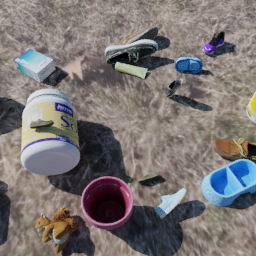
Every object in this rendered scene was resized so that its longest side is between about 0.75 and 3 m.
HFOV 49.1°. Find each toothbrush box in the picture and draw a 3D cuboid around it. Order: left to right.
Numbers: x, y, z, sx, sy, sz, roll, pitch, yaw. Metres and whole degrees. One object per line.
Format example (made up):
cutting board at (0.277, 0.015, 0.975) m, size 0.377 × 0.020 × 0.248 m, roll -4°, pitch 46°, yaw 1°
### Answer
toothbrush box at (-4.526, -3.071, 13.667) m, size 1.543 × 0.658 × 1.129 m, roll 27°, pitch 59°, yaw 18°

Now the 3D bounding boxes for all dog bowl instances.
dog bowl at (2.963, -3.095, 13.684) m, size 1.328 × 0.740 × 0.329 m, roll 3°, pitch 43°, yaw 3°
dog bowl at (3.833, 1.915, 10.225) m, size 2.313 × 0.573 × 1.289 m, roll -20°, pitch 57°, yaw -14°

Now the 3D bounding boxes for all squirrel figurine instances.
squirrel figurine at (-2.400, 3.229, 9.274) m, size 1.148 × 0.870 × 1.230 m, roll 22°, pitch 43°, yaw 27°

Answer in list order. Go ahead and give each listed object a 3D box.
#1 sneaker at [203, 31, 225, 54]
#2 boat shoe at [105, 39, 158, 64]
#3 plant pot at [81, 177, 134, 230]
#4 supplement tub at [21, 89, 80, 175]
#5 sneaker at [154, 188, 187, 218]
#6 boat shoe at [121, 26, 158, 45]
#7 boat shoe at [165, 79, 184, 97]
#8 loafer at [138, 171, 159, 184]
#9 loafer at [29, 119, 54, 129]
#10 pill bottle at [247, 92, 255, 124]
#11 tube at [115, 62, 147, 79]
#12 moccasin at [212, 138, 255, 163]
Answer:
sneaker at (4.500, -4.526, 14.590) m, size 0.577 × 0.825 × 1.659 m, roll 38°, pitch 62°, yaw 23°
boat shoe at (0.200, -3.663, 13.977) m, size 2.706 × 0.957 × 0.861 m, roll -10°, pitch 54°, yaw 3°
plant pot at (-0.624, 2.612, 9.188) m, size 1.623 × 1.453 × 1.623 m, roll -1°, pitch 55°, yaw 1°
supplement tub at (-2.925, 0.127, 10.564) m, size 2.041 × 2.041 × 2.808 m, roll -9°, pitch 56°, yaw -6°
sneaker at (1.446, 2.477, 9.656) m, size 1.309 × 0.484 × 0.536 m, roll -44°, pitch 79°, yaw -9°
boat shoe at (0.629, -4.869, 14.836) m, size 2.309 × 0.874 × 0.829 m, roll -33°, pitch 57°, yaw -24°
boat shoe at (1.950, -1.785, 12.339) m, size 0.439 × 1.354 × 0.487 m, roll 10°, pitch 70°, yaw -18°
loafer at (0.735, 1.840, 10.451) m, size 0.815 × 0.310 × 0.275 m, roll -15°, pitch 50°, yaw -12°
loafer at (-2.878, -0.172, 9.314) m, size 0.830 × 0.316 × 0.280 m, roll -9°, pitch 78°, yaw -2°
pill bottle at (5.881, -1.301, 11.246) m, size 1.408 × 2.578 × 1.408 m, roll 0°, pitch 55°, yaw 0°
tube at (0.139, -2.842, 13.723) m, size 1.531 × 0.444 × 0.397 m, roll 16°, pitch 19°, yaw 7°
moccasin at (4.452, 0.851, 10.762) m, size 2.335 × 0.901 × 0.854 m, roll 18°, pitch 57°, yaw 12°
